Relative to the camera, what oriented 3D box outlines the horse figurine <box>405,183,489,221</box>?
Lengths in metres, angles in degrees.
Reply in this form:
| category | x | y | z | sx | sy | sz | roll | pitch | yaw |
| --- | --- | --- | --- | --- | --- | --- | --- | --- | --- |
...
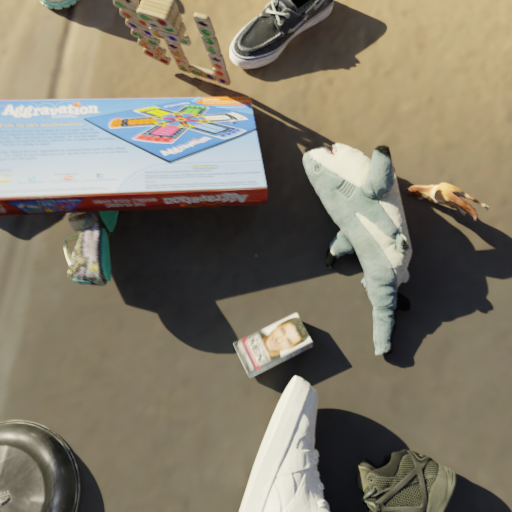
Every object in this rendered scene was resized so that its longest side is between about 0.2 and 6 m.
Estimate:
| category | x | y | z | sx | sy | sz | roll | pitch | yaw |
| --- | --- | --- | --- | --- | --- | --- | --- | --- | --- |
| horse figurine | 3.178 | -0.936 | 9.241 | 0.984 | 1.485 | 0.371 | 26 | 98 | -9 |

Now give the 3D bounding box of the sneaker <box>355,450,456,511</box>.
| category | x | y | z | sx | sy | sz | roll | pitch | yaw |
| --- | --- | --- | --- | --- | --- | --- | --- | --- | --- |
| sneaker | 1.806 | 3.830 | 7.993 | 1.330 | 0.888 | 2.322 | 27 | 72 | 10 |

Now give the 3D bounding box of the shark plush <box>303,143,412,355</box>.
| category | x | y | z | sx | sy | sz | roll | pitch | yaw |
| --- | --- | --- | --- | --- | --- | --- | --- | --- | --- |
| shark plush | 1.822 | -0.197 | 9.430 | 1.476 | 1.610 | 3.545 | -12 | 94 | 16 |

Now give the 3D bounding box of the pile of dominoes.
| category | x | y | z | sx | sy | sz | roll | pitch | yaw |
| --- | --- | --- | --- | --- | --- | --- | --- | --- | --- |
| pile of dominoes | -1.455 | -3.548 | 9.444 | 1.764 | 2.263 | 0.360 | 19 | 82 | 10 |

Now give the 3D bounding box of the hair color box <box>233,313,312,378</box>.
| category | x | y | z | sx | sy | sz | roll | pitch | yaw |
| --- | --- | --- | --- | --- | --- | --- | --- | --- | --- |
| hair color box | 0.273 | 1.429 | 8.949 | 1.137 | 0.345 | 0.563 | -25 | 66 | -7 |

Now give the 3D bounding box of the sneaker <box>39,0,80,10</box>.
| category | x | y | z | sx | sy | sz | roll | pitch | yaw |
| --- | --- | --- | --- | --- | --- | --- | --- | --- | --- |
| sneaker | -3.458 | -6.326 | 10.891 | 1.160 | 1.290 | 2.988 | 17 | 74 | 5 |

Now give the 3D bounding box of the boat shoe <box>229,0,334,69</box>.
| category | x | y | z | sx | sy | sz | roll | pitch | yaw |
| --- | --- | --- | --- | --- | --- | --- | --- | --- | --- |
| boat shoe | 0.506 | -4.495 | 10.564 | 2.466 | 0.836 | 0.885 | -36 | 76 | -10 |

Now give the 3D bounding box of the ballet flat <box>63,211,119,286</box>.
| category | x | y | z | sx | sy | sz | roll | pitch | yaw |
| --- | --- | --- | --- | --- | --- | --- | --- | --- | --- |
| ballet flat | -2.692 | -0.437 | 9.047 | 0.806 | 0.806 | 2.241 | -5 | 48 | -2 |

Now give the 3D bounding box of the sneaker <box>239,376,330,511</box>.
| category | x | y | z | sx | sy | sz | roll | pitch | yaw |
| --- | --- | --- | --- | --- | --- | --- | --- | --- | --- |
| sneaker | 0.788 | 3.512 | 7.958 | 1.868 | 1.191 | 3.232 | 18 | 78 | 4 |

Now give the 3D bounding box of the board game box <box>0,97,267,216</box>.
| category | x | y | z | sx | sy | sz | roll | pitch | yaw |
| --- | --- | --- | --- | --- | --- | --- | --- | --- | --- |
| board game box | -2.215 | -1.735 | 9.287 | 4.547 | 0.442 | 2.340 | -3 | 55 | -8 |

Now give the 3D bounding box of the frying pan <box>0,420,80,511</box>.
| category | x | y | z | sx | sy | sz | roll | pitch | yaw |
| --- | --- | --- | --- | --- | --- | --- | --- | --- | --- |
| frying pan | -3.880 | 4.225 | 8.072 | 2.184 | 0.588 | 3.610 | 10 | 70 | 4 |
